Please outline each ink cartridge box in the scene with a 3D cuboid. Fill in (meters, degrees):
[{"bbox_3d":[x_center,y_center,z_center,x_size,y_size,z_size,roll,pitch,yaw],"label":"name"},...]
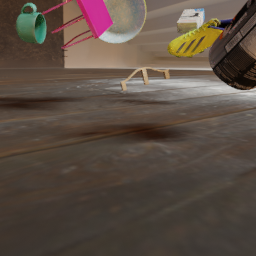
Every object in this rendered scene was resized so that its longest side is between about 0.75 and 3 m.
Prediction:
[{"bbox_3d":[2.264,-3.853,10.084,0.738,0.426,1.017,9,50,26],"label":"ink cartridge box"}]

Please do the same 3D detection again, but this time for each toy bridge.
[{"bbox_3d":[0.311,-0.953,5.146,0.942,0.317,0.128,-17,14,-6],"label":"toy bridge"}]

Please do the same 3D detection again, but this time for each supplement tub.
[{"bbox_3d":[2.337,-1.593,4.607,1.217,1.217,1.987,-6,-21,-21],"label":"supplement tub"}]

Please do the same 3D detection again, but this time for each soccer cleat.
[{"bbox_3d":[2.464,-2.968,8.859,2.680,0.867,1.121,-5,-32,28],"label":"soccer cleat"}]

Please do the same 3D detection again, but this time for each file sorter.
[{"bbox_3d":[-1.571,-3.383,7.452,1.320,2.105,1.463,-14,29,22],"label":"file sorter"}]

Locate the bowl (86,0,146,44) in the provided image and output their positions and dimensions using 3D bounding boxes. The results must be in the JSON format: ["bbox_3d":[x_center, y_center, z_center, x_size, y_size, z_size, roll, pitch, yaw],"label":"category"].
[{"bbox_3d":[-0.403,-3.778,8.888,1.906,1.906,1.025,-1,37,-4],"label":"bowl"}]

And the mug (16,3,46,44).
[{"bbox_3d":[-3.226,-3.420,9.245,0.724,1.172,0.963,8,9,5],"label":"mug"}]
